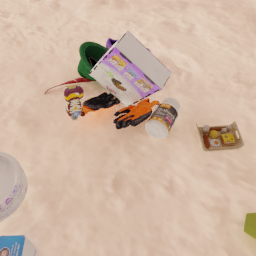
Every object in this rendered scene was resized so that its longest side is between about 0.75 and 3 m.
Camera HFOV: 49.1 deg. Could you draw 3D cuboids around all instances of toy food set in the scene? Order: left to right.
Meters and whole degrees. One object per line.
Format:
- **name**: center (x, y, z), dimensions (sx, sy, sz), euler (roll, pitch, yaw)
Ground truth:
- **toy food set**: center (3.369, 0.246, 10.354), dimensions (1.557, 0.470, 1.117), euler (-4, 52, -3)

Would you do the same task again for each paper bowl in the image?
- **paper bowl**: center (-4.236, 1.908, 8.639), dimensions (2.201, 1.145, 2.201), euler (0, 51, 0)

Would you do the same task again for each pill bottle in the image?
- **pill bottle**: center (1.353, -0.400, 10.565), dimensions (0.906, 0.906, 1.557), euler (22, 53, 16)

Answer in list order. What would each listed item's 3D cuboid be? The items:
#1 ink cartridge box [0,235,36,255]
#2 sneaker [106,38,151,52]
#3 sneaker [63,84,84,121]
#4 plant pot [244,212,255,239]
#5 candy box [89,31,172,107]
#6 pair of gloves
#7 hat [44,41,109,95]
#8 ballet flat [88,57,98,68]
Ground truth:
- **ink cartridge box**: center (-4.071, 3.946, 7.008), dimensions (2.917, 1.228, 2.109), euler (-1, 52, -1)
- **sneaker**: center (-0.021, -3.716, 13.139), dimensions (2.201, 0.918, 0.887), euler (11, 53, 8)
- **sneaker**: center (-1.682, -0.787, 8.921), dimensions (0.651, 1.737, 0.783), euler (-11, 78, -11)
- **plant pot**: center (3.990, 2.885, 8.058), dimensions (1.168, 1.093, 1.093), euler (8, 52, 23)
- **candy box**: center (-0.017, -1.974, 10.128), dimensions (2.079, 2.478, 0.886), euler (40, 65, -16)
- **pair of gloves**: center (-0.411, -0.746, 10.641), dimensions (2.759, 0.341, 2.458), euler (18, 34, 30)
- **hat**: center (-1.854, -2.324, 12.505), dimensions (2.609, 2.296, 2.161), euler (26, 44, -28)
- **ballet flat**: center (-1.313, -2.574, 12.070), dimensions (0.479, 0.409, 1.440), euler (-35, 56, -21)
